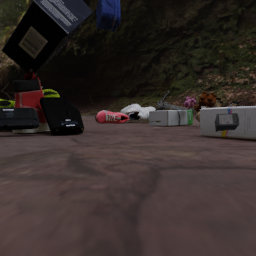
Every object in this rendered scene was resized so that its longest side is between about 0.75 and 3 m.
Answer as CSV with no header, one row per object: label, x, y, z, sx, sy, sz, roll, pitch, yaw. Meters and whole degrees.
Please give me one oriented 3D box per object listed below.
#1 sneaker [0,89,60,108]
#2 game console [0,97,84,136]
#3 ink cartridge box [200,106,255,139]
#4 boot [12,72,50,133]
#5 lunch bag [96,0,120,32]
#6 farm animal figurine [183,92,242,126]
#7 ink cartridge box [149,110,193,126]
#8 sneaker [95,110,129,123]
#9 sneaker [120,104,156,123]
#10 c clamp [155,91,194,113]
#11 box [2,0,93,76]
sneaker,-2.989,-0.349,7.682,2.394,0.887,1.001,-17,-18,-30
game console,-2.047,-0.266,5.997,2.117,0.255,1.248,-2,36,-29
ink cartridge box,2.225,-0.111,5.299,1.023,0.593,1.386,-2,2,-34
boot,-2.129,-0.634,7.155,0.731,1.456,2.019,-1,1,19
lunch bag,-0.512,-3.166,7.829,0.619,0.936,0.636,3,-17,-20
farm animal figurine,2.675,-0.430,9.216,1.618,1.007,2.004,19,-1,-2
ink cartridge box,1.582,-0.372,10.379,1.365,0.567,1.000,-3,4,-39
sneaker,-0.670,-0.494,12.537,1.629,0.600,0.706,-2,5,-35
sneaker,0.286,-0.689,13.676,1.107,0.947,2.542,-8,7,-34
c clamp,1.821,-0.645,10.989,1.933,0.262,1.651,14,-37,-29
box,-2.014,-2.487,7.149,1.724,1.029,1.753,-36,20,35
